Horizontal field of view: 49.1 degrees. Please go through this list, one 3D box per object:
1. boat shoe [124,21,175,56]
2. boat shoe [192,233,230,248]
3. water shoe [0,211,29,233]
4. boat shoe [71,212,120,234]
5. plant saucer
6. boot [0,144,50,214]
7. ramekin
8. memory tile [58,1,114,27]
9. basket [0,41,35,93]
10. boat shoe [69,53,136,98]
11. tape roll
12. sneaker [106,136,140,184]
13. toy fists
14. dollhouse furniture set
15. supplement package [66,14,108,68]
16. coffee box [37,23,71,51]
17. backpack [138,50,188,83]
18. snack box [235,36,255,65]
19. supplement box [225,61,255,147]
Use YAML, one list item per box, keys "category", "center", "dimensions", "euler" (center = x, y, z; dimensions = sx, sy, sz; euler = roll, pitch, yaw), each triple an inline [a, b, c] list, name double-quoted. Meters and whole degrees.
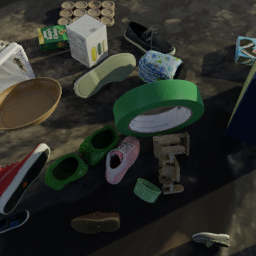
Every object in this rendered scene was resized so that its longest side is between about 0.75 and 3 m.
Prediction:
- category: "boat shoe"
  center: [0.935, -3.969, 12.508]
  dimensions: [2.636, 0.821, 0.983]
  euler: [35, 61, 20]
- category: "boat shoe"
  center: [2.351, 3.175, 7.890]
  dimensions: [1.048, 0.375, 0.313]
  euler: [4, 50, -2]
- category: "water shoe"
  center: [-3.401, 2.729, 8.177]
  dimensions: [1.016, 0.401, 0.363]
  euler: [-28, 60, -18]
- category: "boat shoe"
  center: [-0.926, 2.728, 8.185]
  dimensions: [1.430, 0.515, 0.483]
  euler: [-4, 22, 6]
- category: "plant saucer"
  center: [-3.040, -0.653, 8.359]
  dimensions: [2.340, 0.414, 2.340]
  euler: [-8, 43, 8]
- category: "boot"
  center: [-3.803, 1.253, 8.938]
  dimensions: [1.759, 0.883, 2.439]
  euler: [25, 63, 18]
- category: "ramekin"
  center: [0.559, 1.900, 8.458]
  dimensions: [0.801, 0.801, 0.391]
  euler: [30, 95, 19]
- category: "memory tile"
  center: [-2.057, -5.717, 14.054]
  dimensions: [2.753, 0.231, 2.110]
  euler: [-2, 56, -1]
- category: "basket"
  center: [-5.161, -1.816, 10.448]
  dimensions: [1.697, 1.865, 2.751]
  euler: [20, 58, 18]
- category: "boat shoe"
  center: [-1.005, -2.173, 11.142]
  dimensions: [2.941, 1.048, 0.885]
  euler: [-33, 28, -25]
- category: "tape roll"
  center: [0.940, -0.512, 8.793]
  dimensions: [2.774, 2.774, 0.667]
  euler: [-8, 70, -6]
- category: "sneaker"
  center: [-0.145, 0.840, 9.127]
  dimensions: [0.712, 0.988, 1.891]
  euler: [21, 57, 16]
- category: "toy fists"
  center: [-1.424, 0.948, 8.853]
  dimensions: [2.687, 1.370, 0.924]
  euler: [-40, 95, -23]
- category: "dollhouse furniture set"
  center: [1.518, 0.917, 8.783]
  dimensions: [1.152, 1.520, 1.734]
  euler: [-6, 29, -3]
- category: "supplement package"
  center: [-1.680, -3.642, 11.823]
  dimensions: [1.172, 1.556, 1.181]
  euler: [36, 63, 22]
- category: "coffee box"
  center: [-3.114, -4.221, 12.898]
  dimensions: [1.984, 0.436, 1.220]
  euler: [-11, 56, -8]
- category: "backpack"
  center: [1.297, -2.300, 11.189]
  dimensions: [1.820, 1.399, 1.484]
  euler: [19, 64, 25]
- category: "snack box"
  center: [5.959, -3.273, 12.255]
  dimensions: [2.341, 0.434, 1.360]
  euler: [11, 56, 7]
- category: "supplement box"
  center: [4.997, -1.278, 9.340]
  dimensions: [1.999, 2.978, 2.974]
  euler: [24, 59, 15]
